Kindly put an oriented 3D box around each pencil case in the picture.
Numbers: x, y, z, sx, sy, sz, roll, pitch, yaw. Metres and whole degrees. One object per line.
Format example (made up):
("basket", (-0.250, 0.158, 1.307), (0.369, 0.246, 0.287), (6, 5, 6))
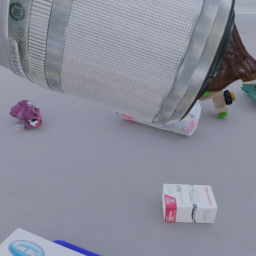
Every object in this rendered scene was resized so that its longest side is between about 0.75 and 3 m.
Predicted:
("pencil case", (0.802, -0.544, 7.680), (2.341, 1.062, 0.973), (18, 57, 27))

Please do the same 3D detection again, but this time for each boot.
("boot", (1.612, -1.408, 5.323), (1.385, 1.486, 0.477), (-15, 40, 49))

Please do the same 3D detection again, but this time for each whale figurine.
("whale figurine", (4.551, -1.171, 9.239), (1.697, 1.107, 2.133), (6, 3, -7))

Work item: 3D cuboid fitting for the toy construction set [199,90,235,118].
("toy construction set", (2.090, -1.057, 8.602), (2.002, 1.845, 2.401), (-29, 12, -9))

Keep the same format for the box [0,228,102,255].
("box", (-1.235, 2.238, 2.864), (1.739, 0.606, 2.922), (11, 31, 21))

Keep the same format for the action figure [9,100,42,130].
("action figure", (-2.777, -0.273, 7.938), (1.227, 0.914, 0.822), (36, 86, 30))

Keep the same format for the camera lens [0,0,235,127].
("camera lens", (-0.160, -1.209, 3.342), (2.420, 1.936, 1.936), (18, 28, -2))

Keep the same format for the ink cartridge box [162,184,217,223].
("ink cartridge box", (1.049, 1.308, 4.897), (0.852, 0.359, 0.617), (1, 27, 3))
